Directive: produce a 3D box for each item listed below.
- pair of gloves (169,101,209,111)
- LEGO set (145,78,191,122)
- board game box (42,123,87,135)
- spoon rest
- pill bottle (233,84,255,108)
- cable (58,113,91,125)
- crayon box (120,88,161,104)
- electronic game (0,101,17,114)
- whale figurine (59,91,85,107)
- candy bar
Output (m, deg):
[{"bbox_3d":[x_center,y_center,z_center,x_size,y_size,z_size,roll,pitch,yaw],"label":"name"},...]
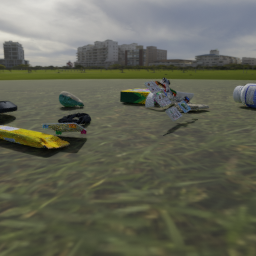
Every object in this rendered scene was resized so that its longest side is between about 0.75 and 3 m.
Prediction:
[{"bbox_3d":[2.575,-1.020,12.971,1.578,0.325,1.855,-3,14,-28],"label":"pair of gloves"},{"bbox_3d":[1.523,-1.097,10.500,0.557,1.694,2.268,-43,-9,34],"label":"LEGO set"},{"bbox_3d":[-1.677,0.035,7.490,0.927,0.120,0.927,-2,-13,11],"label":"board game box"},{"bbox_3d":[2.098,-1.567,13.972,2.873,0.871,1.428,-11,5,-36],"label":"spoon rest"},{"bbox_3d":[6.158,-1.527,13.365,1.138,1.138,2.030,-9,15,-37],"label":"pill bottle"},{"bbox_3d":[-1.829,-0.289,9.744,1.030,0.321,1.262,-3,14,10],"label":"cable"},{"bbox_3d":[0.951,-1.802,15.747,1.967,0.664,2.280,8,14,26],"label":"crayon box"},{"bbox_3d":[-5.678,-0.659,10.550,2.840,0.591,2.840,-3,10,0],"label":"electronic game"},{"bbox_3d":[-2.796,-1.284,13.735,1.289,0.669,1.025,24,-8,7],"label":"whale figurine"},{"bbox_3d":[-2.732,0.218,7.210,2.799,0.310,0.698,7,10,33],"label":"candy bar"}]
